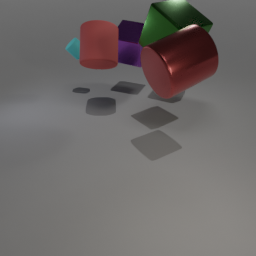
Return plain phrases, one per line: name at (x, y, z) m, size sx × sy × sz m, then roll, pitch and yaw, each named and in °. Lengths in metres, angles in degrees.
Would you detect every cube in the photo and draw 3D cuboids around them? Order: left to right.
cube at (0.177, -3.861, 12.825) m, size 1.400 × 1.400 × 1.400 m, roll 16°, pitch 59°, yaw 18°
cube at (1.419, -2.903, 8.616) m, size 1.400 × 1.400 × 1.400 m, roll -24°, pitch 63°, yaw -32°

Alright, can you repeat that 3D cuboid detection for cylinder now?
cylinder at (-2.321, -3.564, 12.595) m, size 0.700 × 0.700 × 0.700 m, roll -35°, pitch 32°, yaw 26°
cylinder at (-1.062, -3.007, 10.300) m, size 1.400 × 1.400 × 1.400 m, roll 1°, pitch -3°, yaw 0°
cylinder at (1.253, -1.638, 6.982) m, size 1.400 × 1.400 × 1.400 m, roll -28°, pitch 37°, yaw -14°
